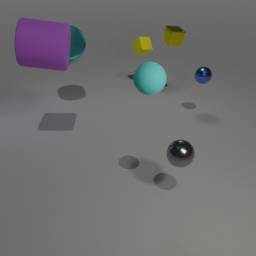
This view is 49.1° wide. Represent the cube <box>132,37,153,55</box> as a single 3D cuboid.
[{"bbox_3d":[0.745,-4.308,14.676,0.700,0.700,0.700,-14,-2,-35],"label":"cube"}]

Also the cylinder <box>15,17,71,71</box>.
[{"bbox_3d":[-2.509,-2.495,8.434,1.400,1.400,1.400,5,29,-8],"label":"cylinder"}]

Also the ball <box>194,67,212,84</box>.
[{"bbox_3d":[3.084,-2.156,11.478,0.700,0.700,0.700,0,29,0],"label":"ball"}]

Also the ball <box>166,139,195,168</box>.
[{"bbox_3d":[1.308,0.635,6.984,0.700,0.700,0.700,0,29,0],"label":"ball"}]

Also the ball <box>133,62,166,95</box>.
[{"bbox_3d":[0.464,-1.052,5.969,0.700,0.700,0.700,0,29,0],"label":"ball"}]

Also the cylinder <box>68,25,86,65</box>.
[{"bbox_3d":[-2.602,-3.526,12.079,1.400,1.400,1.400,-9,5,-16],"label":"cylinder"}]

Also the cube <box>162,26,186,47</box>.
[{"bbox_3d":[2.103,-4.232,12.895,0.700,0.700,0.700,-6,43,-23],"label":"cube"}]
